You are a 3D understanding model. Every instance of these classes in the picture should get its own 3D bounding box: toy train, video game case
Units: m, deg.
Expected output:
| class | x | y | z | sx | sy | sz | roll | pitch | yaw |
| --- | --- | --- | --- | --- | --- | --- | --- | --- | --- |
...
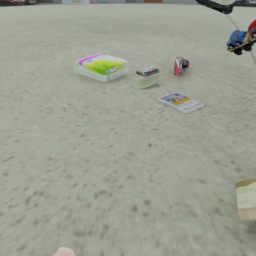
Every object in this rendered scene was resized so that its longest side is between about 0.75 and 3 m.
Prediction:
| class | x | y | z | sx | sy | sz | roll | pitch | yaw |
| --- | --- | --- | --- | --- | --- | --- | --- | --- | --- |
| toy train | 2.647 | -1.930 | 5.488 | 0.512 | 0.381 | 2.234 | 33 | -11 | -12 |
| video game case | 2.141 | -1.040 | 11.332 | 1.082 | 0.132 | 1.514 | -21 | 36 | -32 |

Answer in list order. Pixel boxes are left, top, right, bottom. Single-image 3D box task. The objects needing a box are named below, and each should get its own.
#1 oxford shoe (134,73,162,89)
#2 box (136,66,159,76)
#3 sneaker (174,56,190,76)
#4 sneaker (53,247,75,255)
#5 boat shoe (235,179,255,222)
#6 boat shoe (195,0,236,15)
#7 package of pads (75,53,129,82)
| class | x | y | z | sx | sy | sz | roll | pitch | yaw |
| --- | --- | --- | --- | --- | --- | --- | --- | --- | --- |
| oxford shoe | 0.939 | -2.125 | 13.023 | 1.403 | 0.405 | 0.528 | -25 | 70 | -16 |
| box | 1.033 | -2.971 | 14.676 | 1.015 | 0.191 | 0.693 | -22 | 36 | -34 |
| sneaker | 2.808 | -3.272 | 14.612 | 0.737 | 0.796 | 1.974 | 9 | 30 | 12 |
| sneaker | -1.322 | 2.416 | 5.086 | 0.758 | 0.285 | 0.396 | -5 | 32 | -20 |
| boat shoe | 3.735 | 1.692 | 5.831 | 2.912 | 1.050 | 0.946 | 6 | 66 | 0 |
| boat shoe | 2.823 | -4.707 | 10.000 | 2.344 | 0.777 | 0.876 | 36 | 79 | 31 |
| package of pads | -1.310 | -3.123 | 14.354 | 2.305 | 0.786 | 1.781 | 25 | 39 | 35 |
